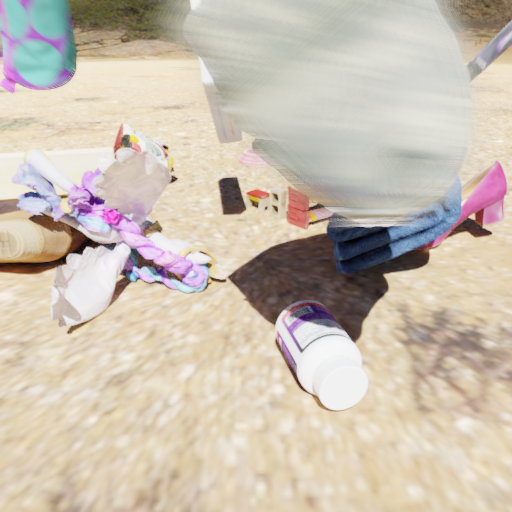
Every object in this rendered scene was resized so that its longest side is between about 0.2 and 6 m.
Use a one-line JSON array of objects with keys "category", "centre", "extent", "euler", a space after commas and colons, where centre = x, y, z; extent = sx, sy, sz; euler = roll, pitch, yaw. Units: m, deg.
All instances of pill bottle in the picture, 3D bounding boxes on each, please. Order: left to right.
[{"category": "pill bottle", "centre": [0.611, 0.919, 5.250], "extent": [0.612, 0.612, 1.098], "euler": [-6, 24, -13]}]

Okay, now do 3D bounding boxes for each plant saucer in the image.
[{"category": "plant saucer", "centre": [0.094, -2.368, 13.365], "extent": [1.042, 0.264, 1.042], "euler": [-1, 23, 0]}]

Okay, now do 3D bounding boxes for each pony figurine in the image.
[{"category": "pony figurine", "centre": [-1.751, -0.401, 6.797], "extent": [2.511, 2.091, 2.424], "euler": [32, 8, 22]}]

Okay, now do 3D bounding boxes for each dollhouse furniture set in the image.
[{"category": "dollhouse furniture set", "centre": [0.632, -1.038, 9.765], "extent": [0.858, 0.649, 1.595], "euler": [-19, 30, -37]}]

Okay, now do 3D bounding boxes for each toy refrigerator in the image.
[{"category": "toy refrigerator", "centre": [-3.971, -1.569, 10.814], "extent": [2.433, 0.851, 0.924], "euler": [-6, 17, -16]}]

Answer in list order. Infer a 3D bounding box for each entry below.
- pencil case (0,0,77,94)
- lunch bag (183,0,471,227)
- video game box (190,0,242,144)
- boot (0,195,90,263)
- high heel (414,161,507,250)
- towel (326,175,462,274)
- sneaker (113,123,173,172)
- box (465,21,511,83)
[{"category": "pencil case", "centre": [-2.586, -2.927, 6.181], "extent": [0.905, 2.128, 0.983], "euler": [32, 53, 22]}, {"category": "lunch bag", "centre": [0.742, -1.103, 3.969], "extent": [1.498, 1.804, 2.150], "euler": [-36, -7, 18]}, {"category": "video game box", "centre": [-0.550, -2.649, 7.611], "extent": [0.401, 1.713, 1.560], "euler": [-9, -18, -1]}, {"category": "boot", "centre": [-3.709, -0.415, 8.350], "extent": [2.764, 1.000, 2.299], "euler": [7, 13, 17]}, {"category": "high heel", "centre": [2.788, -0.729, 8.357], "extent": [1.998, 0.959, 0.673], "euler": [-14, 24, 1]}, {"category": "towel", "centre": [2.111, -0.780, 8.275], "extent": [1.811, 0.787, 3.244], "euler": [-21, 10, 23]}, {"category": "sneaker", "centre": [-2.517, -2.137, 12.192], "extent": [1.121, 1.063, 2.730], "euler": [14, 16, -25]}, {"category": "box", "centre": [2.897, -2.516, 6.781], "extent": [0.217, 0.860, 1.204], "euler": [46, 16, 3]}]
